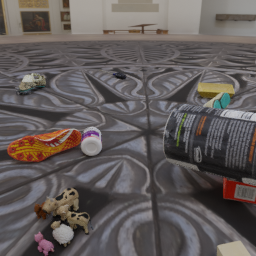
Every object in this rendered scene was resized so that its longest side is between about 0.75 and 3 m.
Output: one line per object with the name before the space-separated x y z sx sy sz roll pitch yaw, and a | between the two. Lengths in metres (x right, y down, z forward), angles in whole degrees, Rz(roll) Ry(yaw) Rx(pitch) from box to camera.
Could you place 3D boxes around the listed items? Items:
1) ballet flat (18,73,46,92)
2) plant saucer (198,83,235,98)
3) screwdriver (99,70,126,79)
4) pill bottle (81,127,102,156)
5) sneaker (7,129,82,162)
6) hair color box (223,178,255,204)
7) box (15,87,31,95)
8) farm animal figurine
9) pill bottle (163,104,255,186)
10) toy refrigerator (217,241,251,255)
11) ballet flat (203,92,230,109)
ballet flat | -4.810 -2.341 14.019 0.683 0.758 2.013 7 18 15
plant saucer | 4.162 -1.747 13.369 1.623 0.393 1.623 5 24 14
screwdriver | -1.033 -3.296 17.160 0.350 0.365 2.508 -20 27 -40
pill bottle | -1.067 0.350 8.231 0.579 0.579 1.031 -2 23 -5
sneaker | -2.343 0.503 7.982 2.057 0.751 0.793 -10 3 -31
hair color box | 2.746 1.051 6.659 0.866 0.523 1.706 8 26 17
box | -5.198 -1.860 13.849 0.671 0.212 0.851 -10 25 -22
farm animal figurine | -1.267 1.610 5.224 1.006 0.627 1.246 -10 25 -21
pill bottle | 2.213 0.358 5.778 2.710 1.439 1.439 12 26 35
toy refrigerator | 1.734 2.235 4.112 0.413 0.380 1.088 -10 24 -6
ballet flat | 3.346 -0.788 10.875 0.821 0.821 2.364 14 25 29
